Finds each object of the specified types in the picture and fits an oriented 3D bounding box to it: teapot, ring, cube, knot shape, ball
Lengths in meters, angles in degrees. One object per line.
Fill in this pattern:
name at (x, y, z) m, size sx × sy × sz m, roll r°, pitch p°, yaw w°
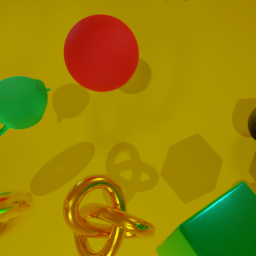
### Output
teapot at (-2.156, -0.490, 5.700) m, size 1.159 × 0.913 × 1.864 m, roll 18°, pitch 48°, yaw 15°
ring at (-2.335, 1.558, 4.137) m, size 1.995 × 1.995 × 0.399 m, roll -31°, pitch 76°, yaw -10°
cube at (1.239, 1.603, 3.541) m, size 1.148 × 1.148 × 1.148 m, roll -24°, pitch 62°, yaw -26°
knot shape at (-0.473, 1.738, 4.936) m, size 1.660 × 0.767 × 1.553 m, roll 35°, pitch 114°, yaw -4°
ball at (-0.426, -1.194, 4.549) m, size 1.214 × 1.214 × 1.214 m, roll 0°, pitch 70°, yaw 0°

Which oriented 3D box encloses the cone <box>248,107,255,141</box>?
cone at (3.243, -0.313, 6.027) m, size 1.275 × 1.280 × 1.275 m, roll -9°, pitch 67°, yaw 22°
